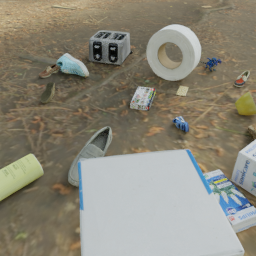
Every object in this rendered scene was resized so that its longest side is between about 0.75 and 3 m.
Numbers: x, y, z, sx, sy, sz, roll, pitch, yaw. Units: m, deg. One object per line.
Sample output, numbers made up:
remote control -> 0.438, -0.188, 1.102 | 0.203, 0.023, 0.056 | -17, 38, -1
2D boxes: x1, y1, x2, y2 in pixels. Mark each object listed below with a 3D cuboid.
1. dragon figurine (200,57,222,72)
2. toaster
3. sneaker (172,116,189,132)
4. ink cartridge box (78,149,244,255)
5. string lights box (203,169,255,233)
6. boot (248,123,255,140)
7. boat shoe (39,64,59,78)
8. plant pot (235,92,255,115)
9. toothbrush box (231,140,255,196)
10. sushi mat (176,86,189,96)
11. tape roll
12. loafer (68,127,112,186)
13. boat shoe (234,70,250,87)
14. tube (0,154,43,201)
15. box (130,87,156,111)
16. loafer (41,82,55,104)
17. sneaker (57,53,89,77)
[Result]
dragon figurine -> 4.165, -3.301, 14.020 | 0.440, 0.744, 1.496 | -9, 37, -13
toaster -> -0.888, -4.345, 15.030 | 1.889, 1.240, 2.089 | 11, 37, 13
sneaker -> 1.900, -0.108, 10.026 | 0.369, 0.332, 0.897 | -9, 29, -13
ink cartridge box -> 0.272, 2.138, 4.834 | 2.023, 2.798, 2.060 | -5, 37, -9
string lights box -> 2.462, 1.852, 7.190 | 0.829, 0.476, 1.614 | -13, 38, -18
boot -> 4.749, 0.106, 9.371 | 1.101, 0.479, 1.323 | -12, 23, 10
boat shoe -> -3.873, -2.798, 13.606 | 0.441, 0.418, 1.165 | 21, 41, 26
plant pot -> 4.473, -0.844, 10.684 | 0.637, 0.897, 0.897 | -24, 31, 21
toothbrush box -> 4.510, 1.290, 7.378 | 1.986, 1.157, 2.712 | -27, 44, -32
sushi mat -> 2.393, -1.627, 12.321 | 0.410, 0.052, 0.857 | 13, 38, 15
tape roll -> 2.060, -3.407, 12.798 | 2.397, 2.397, 0.838 | 19, 40, 24
loafer -> -1.087, 0.763, 8.268 | 0.735, 0.734, 2.103 | 27, 50, 2
boat shoe -> 5.280, -2.272, 12.919 | 0.443, 0.389, 1.244 | 29, 46, 31
tube -> -3.630, 1.663, 7.334 | 2.820, 0.732, 0.818 | -31, 8, -29
box -> 0.638, -1.242, 11.618 | 0.795, 0.251, 1.445 | 9, 37, 12
loafer -> -3.313, -1.431, 11.791 | 0.445, 0.395, 1.171 | 5, 52, 10
sneaker -> -2.717, -2.863, 13.572 | 0.879, 0.793, 2.146 | -41, 49, -15
